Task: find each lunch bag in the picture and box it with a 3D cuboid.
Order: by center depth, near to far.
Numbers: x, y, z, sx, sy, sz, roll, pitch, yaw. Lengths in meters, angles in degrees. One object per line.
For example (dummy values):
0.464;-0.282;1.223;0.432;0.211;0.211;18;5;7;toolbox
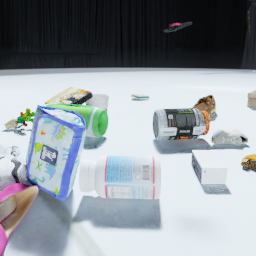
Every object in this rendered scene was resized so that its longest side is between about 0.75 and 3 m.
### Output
-1.584;0.477;6.331;1.220;1.628;1.914;7;12;-33;lunch bag

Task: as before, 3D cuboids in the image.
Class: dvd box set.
-3.136;-1.483;14.654;1.816;0.365;2.482;-36;31;-23;dvd box set

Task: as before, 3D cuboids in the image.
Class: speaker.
-2.066;-0.300;10.361;2.556;1.130;1.130;6;17;20;speaker

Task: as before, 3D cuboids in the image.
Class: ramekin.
-1.665;-1.394;15.035;1.329;0.697;1.329;0;15;0;ramekin

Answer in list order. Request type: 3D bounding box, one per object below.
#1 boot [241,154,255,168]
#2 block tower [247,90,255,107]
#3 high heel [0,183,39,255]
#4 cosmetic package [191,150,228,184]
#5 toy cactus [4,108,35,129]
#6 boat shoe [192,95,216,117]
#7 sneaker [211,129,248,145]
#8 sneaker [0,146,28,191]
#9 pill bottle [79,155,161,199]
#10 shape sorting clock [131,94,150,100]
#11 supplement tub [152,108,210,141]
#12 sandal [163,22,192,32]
3.536;0.893;7.492;0.926;0.326;0.663;5;19;37;boot
7.658;-1.774;16.254;0.777;0.832;2.879;11;17;35;block tower
-1.936;1.479;4.708;1.041;0.731;2.170;-18;8;-20;high heel
2.015;0.960;7.071;0.612;0.430;1.207;1;16;2;cosmetic package
-4.314;-0.268;11.342;1.275;0.790;1.545;-27;28;-20;toy cactus
3.569;-1.042;13.377;0.958;0.899;2.663;9;18;29;boat shoe
3.400;0.337;9.275;1.316;0.498;0.606;-7;21;-19;sneaker
-3.047;0.947;6.589;1.078;0.705;1.876;-5;20;-28;sneaker
-0.152;1.033;5.934;1.656;0.901;0.901;2;16;3;pill bottle
0.788;-1.988;17.999;1.237;0.243;1.237;5;16;-1;shape sorting clock
1.831;-0.139;9.762;1.811;1.110;1.110;-2;16;-7;supplement tub
1.396;-2.940;8.012;0.896;0.202;0.337;-22;29;-6;sandal
